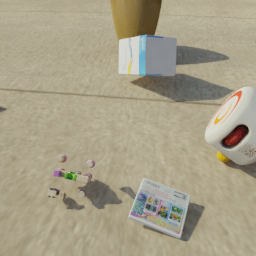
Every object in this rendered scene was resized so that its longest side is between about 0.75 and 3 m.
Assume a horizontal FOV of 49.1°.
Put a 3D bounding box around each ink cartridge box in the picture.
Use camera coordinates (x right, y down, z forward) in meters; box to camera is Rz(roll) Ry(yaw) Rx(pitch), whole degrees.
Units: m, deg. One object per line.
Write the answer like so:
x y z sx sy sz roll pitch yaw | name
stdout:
0.693 -2.700 10.679 1.395 1.389 1.902 -7 13 -31 | ink cartridge box

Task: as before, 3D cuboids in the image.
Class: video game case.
0.681 1.638 5.859 1.094 0.130 0.996 20 48 9 | video game case

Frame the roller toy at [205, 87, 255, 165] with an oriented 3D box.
2.833 0.002 6.802 1.278 1.668 1.828 36 86 1 | roller toy

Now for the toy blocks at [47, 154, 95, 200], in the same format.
-1.257 1.124 6.424 0.886 0.948 0.798 11 -5 0 | toy blocks

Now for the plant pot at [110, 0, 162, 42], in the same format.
0.353 -4.856 13.211 2.481 2.662 2.481 2 -9 0 | plant pot
